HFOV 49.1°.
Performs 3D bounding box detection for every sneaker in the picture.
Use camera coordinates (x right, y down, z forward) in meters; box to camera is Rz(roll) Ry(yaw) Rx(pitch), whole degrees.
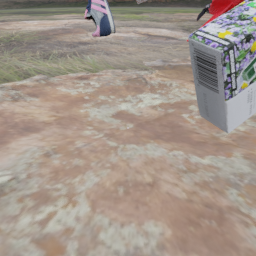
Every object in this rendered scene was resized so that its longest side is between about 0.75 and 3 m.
[{"bbox_3d":[-0.885,-3.198,7.290,0.687,1.675,0.588,-20,2,-4],"label":"sneaker"}]

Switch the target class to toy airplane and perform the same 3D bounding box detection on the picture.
[{"bbox_3d":[2.695,-3.137,6.948,2.843,0.523,2.843,-29,25,15],"label":"toy airplane"}]

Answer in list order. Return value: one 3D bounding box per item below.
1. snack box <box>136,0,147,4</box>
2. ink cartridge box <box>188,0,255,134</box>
[{"bbox_3d":[0.280,-4.382,8.064,0.718,0.243,1.996,-16,-17,17],"label":"snack box"},{"bbox_3d":[2.447,-1.409,4.650,2.992,1.630,0.753,-34,43,-12],"label":"ink cartridge box"}]
